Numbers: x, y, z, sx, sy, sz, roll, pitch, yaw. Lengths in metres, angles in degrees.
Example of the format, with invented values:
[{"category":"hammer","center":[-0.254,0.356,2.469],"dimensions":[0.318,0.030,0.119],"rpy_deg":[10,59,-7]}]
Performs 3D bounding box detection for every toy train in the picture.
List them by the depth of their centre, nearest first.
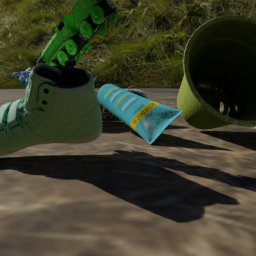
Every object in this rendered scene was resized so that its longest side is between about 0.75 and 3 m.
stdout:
[{"category":"toy train","center":[-1.088,-1.641,5.240],"dimensions":[2.450,0.691,0.511],"rpy_deg":[-32,-1,43]}]

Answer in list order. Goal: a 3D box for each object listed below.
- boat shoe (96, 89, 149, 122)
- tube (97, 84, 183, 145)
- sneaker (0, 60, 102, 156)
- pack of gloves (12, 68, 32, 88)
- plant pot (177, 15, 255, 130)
[{"category":"boat shoe","center":[-0.710,-0.553,7.819],"dimensions":[2.653,0.939,1.204],"rpy_deg":[-7,5,5]},{"category":"tube","center":[0.115,-0.413,6.305],"dimensions":[2.400,0.929,0.605],"rpy_deg":[33,-11,49]},{"category":"sneaker","center":[-1.650,-0.373,4.316],"dimensions":[2.456,1.449,0.904],"rpy_deg":[-7,47,-9]},{"category":"pack of gloves","center":[-2.532,-1.483,9.757],"dimensions":[2.456,0.577,2.924],"rpy_deg":[32,10,-15]},{"category":"plant pot","center":[1.993,-0.838,6.082],"dimensions":[2.197,2.197,2.086],"rpy_deg":[-1,-15,-5]}]
